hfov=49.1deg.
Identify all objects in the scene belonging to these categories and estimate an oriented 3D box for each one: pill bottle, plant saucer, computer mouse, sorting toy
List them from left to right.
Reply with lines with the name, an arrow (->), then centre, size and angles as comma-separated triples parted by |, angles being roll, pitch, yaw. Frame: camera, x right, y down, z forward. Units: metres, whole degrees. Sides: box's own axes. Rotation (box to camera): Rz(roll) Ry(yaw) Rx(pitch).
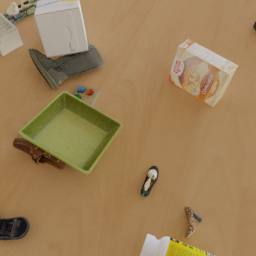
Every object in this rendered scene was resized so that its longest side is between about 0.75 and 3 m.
computer mouse -> -3.795, 3.177, 8.955 | 1.551, 0.409, 1.074 | -1, 59, 12
plant saucer -> -1.962, 0.198, 10.061 | 2.711, 0.650, 2.715 | 30, 47, 4
sorting toy -> -1.941, -1.188, 11.616 | 1.088, 0.196, 1.461 | 18, 61, 11
pill bottle -> 1.409, 3.886, 8.022 | 2.134, 1.200, 1.200 | 19, 61, 11

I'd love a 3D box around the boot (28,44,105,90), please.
boot -> -2.702, -3.080, 12.307 | 2.628, 0.954, 2.389 | -35, 79, -11

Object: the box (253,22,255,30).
box -> 6.661, -4.845, 13.696 | 0.635, 0.355, 0.900 | -12, 60, -11

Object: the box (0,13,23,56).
box -> -5.997, -4.452, 13.074 | 1.186, 1.011, 1.855 | -38, 66, -20

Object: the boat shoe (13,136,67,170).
boat shoe -> -3.159, 0.883, 10.036 | 2.237, 0.805, 0.756 | 16, 59, 7

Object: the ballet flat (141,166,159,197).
ballet flat -> 0.790, 1.800, 9.716 | 0.417, 0.419, 1.225 | 18, 61, 11

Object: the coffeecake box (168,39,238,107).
coffeecake box -> 2.918, -2.201, 11.256 | 2.257, 1.733, 0.825 | 36, 55, 19

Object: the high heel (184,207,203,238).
high heel -> 1.893, 3.016, 9.010 | 0.686, 0.344, 0.962 | 42, 51, 15

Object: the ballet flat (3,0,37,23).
ballet flat -> -5.406, -6.082, 14.159 | 2.447, 0.908, 0.908 | -36, 65, -19

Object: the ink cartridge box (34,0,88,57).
ink cartridge box -> -2.859, -4.557, 12.228 | 1.831, 1.839, 2.507 | -11, 40, -5
